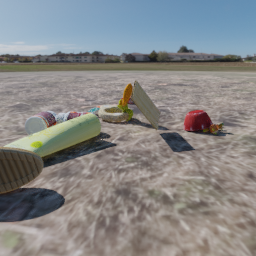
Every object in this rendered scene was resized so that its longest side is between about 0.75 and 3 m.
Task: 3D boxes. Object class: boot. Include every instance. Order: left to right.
[{"bbox_3d":[-3.039,0.569,5.816,2.525,0.914,2.101,-7,17,-13],"label":"boot"}]

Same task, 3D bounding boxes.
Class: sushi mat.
[{"bbox_3d":[0.605,-0.699,8.930,0.103,1.703,0.815,-14,47,31],"label":"sushi mat"}]

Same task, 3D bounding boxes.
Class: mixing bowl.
[{"bbox_3d":[2.365,-0.306,9.598,1.027,0.556,1.027,-10,11,2],"label":"mixing bowl"}]

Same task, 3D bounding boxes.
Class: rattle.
[{"bbox_3d":[-0.814,-1.076,11.286,1.386,1.521,2.129,-35,39,-29],"label":"rattle"}]

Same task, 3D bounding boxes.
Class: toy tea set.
[{"bbox_3d":[2.946,0.042,9.355,0.867,0.321,0.516,-13,-11,-31],"label":"toy tea set"}]

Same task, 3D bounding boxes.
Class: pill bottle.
[{"bbox_3d":[-2.747,-0.153,9.080,0.705,0.705,1.235,2,15,6],"label":"pill bottle"},{"bbox_3d":[-1.707,-0.204,9.339,1.225,0.671,0.671,4,15,15],"label":"pill bottle"}]

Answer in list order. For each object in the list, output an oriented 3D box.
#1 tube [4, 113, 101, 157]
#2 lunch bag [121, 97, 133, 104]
[{"bbox_3d":[-1.929,0.272,7.552,2.892,0.751,0.839,-24,-11,-48],"label":"tube"},{"bbox_3d":[0.048,-1.521,15.218,0.814,0.334,0.717,-13,15,-43],"label":"lunch bag"}]
